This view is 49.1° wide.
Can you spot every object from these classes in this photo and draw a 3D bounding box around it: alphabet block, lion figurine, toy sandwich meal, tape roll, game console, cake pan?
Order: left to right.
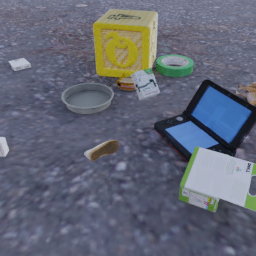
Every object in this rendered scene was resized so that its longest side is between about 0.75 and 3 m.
[{"bbox_3d":[-1.658,-1.236,11.657,2.142,0.393,2.142,0,36,0],"label":"cake pan"},{"bbox_3d":[-0.027,-4.205,13.886,2.670,2.656,2.719,6,37,11],"label":"alphabet block"},{"bbox_3d":[0.025,-2.128,12.849,1.300,0.445,1.300,0,36,0],"label":"toy sandwich meal"},{"bbox_3d":[2.385,-3.213,14.358,1.879,0.452,1.879,0,36,0],"label":"tape roll"},{"bbox_3d":[2.455,-0.247,9.291,2.271,1.564,2.635,-17,39,-22],"label":"game console"},{"bbox_3d":[5.187,-1.202,11.469,1.312,0.777,2.143,11,50,2],"label":"lion figurine"}]

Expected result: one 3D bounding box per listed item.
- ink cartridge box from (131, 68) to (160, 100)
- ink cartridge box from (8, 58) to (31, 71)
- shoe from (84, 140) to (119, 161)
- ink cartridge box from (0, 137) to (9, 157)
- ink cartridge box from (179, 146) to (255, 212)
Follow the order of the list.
[{"bbox_3d":[0.662,-1.643,10.537,0.753,1.028,0.427,-20,0,-21],"label":"ink cartridge box"},{"bbox_3d":[-5.720,-3.354,14.754,0.857,0.267,1.066,-22,37,-27],"label":"ink cartridge box"},{"bbox_3d":[-0.699,0.577,7.660,0.307,0.402,1.151,8,19,40],"label":"shoe"},{"bbox_3d":[-4.303,0.596,8.963,0.785,0.571,0.330,2,36,2],"label":"ink cartridge box"},{"bbox_3d":[2.507,1.473,7.394,1.969,0.746,1.456,16,50,21],"label":"ink cartridge box"}]
